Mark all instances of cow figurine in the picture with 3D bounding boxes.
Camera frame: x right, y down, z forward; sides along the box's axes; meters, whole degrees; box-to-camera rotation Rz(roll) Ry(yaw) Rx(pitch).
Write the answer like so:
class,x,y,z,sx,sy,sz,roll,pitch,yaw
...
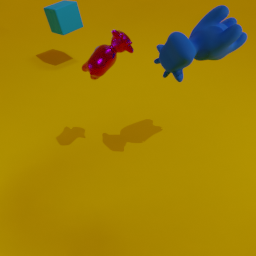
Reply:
class,x,y,z,sx,sy,sz,roll,pitch,yaw
cow figurine,1.259,-1.419,4.935,1.462,1.439,0.803,-8,66,-59
cow figurine,-0.359,-1.303,5.003,0.931,0.511,0.916,-54,21,-18

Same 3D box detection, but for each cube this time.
class,x,y,z,sx,sy,sz,roll,pitch,yaw
cube,-2.133,-3.665,9.291,0.833,0.833,0.833,-35,41,-26
